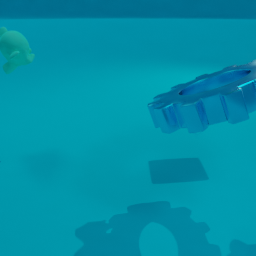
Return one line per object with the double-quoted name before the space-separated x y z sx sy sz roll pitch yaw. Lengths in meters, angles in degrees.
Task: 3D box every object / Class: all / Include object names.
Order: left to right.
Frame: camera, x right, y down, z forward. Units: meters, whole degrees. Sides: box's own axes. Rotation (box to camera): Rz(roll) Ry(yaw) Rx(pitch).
"monkey head" -2.274 -1.476 5.451 0.785 0.657 1.091 -39 55 3
"gear" 1.127 -0.440 3.570 1.732 0.320 1.732 -20 13 5
